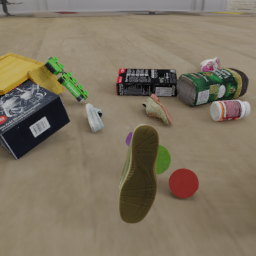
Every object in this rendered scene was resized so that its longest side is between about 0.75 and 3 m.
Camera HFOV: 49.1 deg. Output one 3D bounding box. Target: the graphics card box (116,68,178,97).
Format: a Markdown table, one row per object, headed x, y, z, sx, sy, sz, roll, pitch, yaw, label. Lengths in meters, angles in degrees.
| x | y | z | sx | sy | sz | roll | pitch | yaw | label |
| --- | --- | --- | --- | --- | --- | --- | --- | --- | --- |
| 0.800 | -1.930 | 11.691 | 2.481 | 0.631 | 1.557 | 0 | 33 | 3 | graphics card box |

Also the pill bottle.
| x | y | z | sx | sy | sz | roll | pitch | yaw | label |
| --- | --- | --- | --- | --- | --- | --- | --- | --- | --- |
| 3.383 | -0.590 | 9.252 | 1.151 | 0.650 | 0.650 | -5 | 28 | -9 | pill bottle |

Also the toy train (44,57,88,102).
| x | y | z | sx | sy | sz | roll | pitch | yaw | label |
| --- | --- | --- | --- | --- | --- | --- | --- | --- | --- |
| -2.200 | -1.710 | 10.086 | 0.412 | 1.974 | 0.557 | -29 | 21 | 35 | toy train |

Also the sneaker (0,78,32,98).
| x | y | z | sx | sy | sz | roll | pitch | yaw | label |
| --- | --- | --- | --- | --- | --- | --- | --- | --- | --- |
| -4.662 | -1.568 | 10.864 | 2.510 | 0.926 | 1.098 | -6 | 29 | -3 | sneaker |

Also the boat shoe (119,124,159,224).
| x | y | z | sx | sy | sz | roll | pitch | yaw | label |
| --- | --- | --- | --- | --- | --- | --- | --- | --- | --- |
| 0.170 | 0.770 | 4.820 | 0.612 | 1.679 | 0.528 | 5 | 2 | -7 | boat shoe |

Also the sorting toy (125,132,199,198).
| x | y | z | sx | sy | sz | roll | pitch | yaw | label |
| --- | --- | --- | --- | --- | --- | --- | --- | --- | --- |
| 0.754 | 0.764 | 6.326 | 1.905 | 0.661 | 0.656 | 40 | 7 | 11 | sorting toy |

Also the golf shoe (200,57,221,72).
| x | y | z | sx | sy | sz | roll | pitch | yaw | label |
| --- | --- | --- | --- | --- | --- | --- | --- | --- | --- |
| 3.924 | -2.995 | 13.898 | 0.901 | 0.742 | 1.970 | 3 | 21 | 36 | golf shoe |

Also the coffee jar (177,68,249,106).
| x | y | z | sx | sy | sz | roll | pitch | yaw | label |
| --- | --- | --- | --- | --- | --- | --- | --- | --- | --- |
| 3.253 | -1.614 | 10.708 | 2.554 | 1.089 | 1.332 | -11 | 30 | -21 | coffee jar |

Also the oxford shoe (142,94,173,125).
| x | y | z | sx | sy | sz | roll | pitch | yaw | label |
| --- | --- | --- | --- | --- | --- | --- | --- | --- | --- |
| 0.985 | -0.520 | 9.414 | 0.614 | 0.589 | 1.664 | -32 | 35 | 2 | oxford shoe |

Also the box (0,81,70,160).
| x | y | z | sx | sy | sz | roll | pitch | yaw | label |
| --- | --- | --- | --- | --- | --- | --- | --- | --- | --- |
| -2.927 | -0.303 | 7.856 | 1.678 | 0.959 | 1.842 | 25 | 54 | 38 | box |

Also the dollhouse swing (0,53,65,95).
| x | y | z | sx | sy | sz | roll | pitch | yaw | label |
| --- | --- | --- | --- | --- | --- | --- | --- | --- | --- |
| -4.230 | -1.613 | 10.822 | 2.339 | 2.126 | 2.057 | 22 | 67 | 31 | dollhouse swing |

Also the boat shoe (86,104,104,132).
| x | y | z | sx | sy | sz | roll | pitch | yaw | label |
| --- | --- | --- | --- | --- | --- | --- | --- | --- | --- |
| -1.030 | -0.368 | 8.930 | 0.478 | 0.468 | 1.341 | -17 | 40 | -4 | boat shoe |
